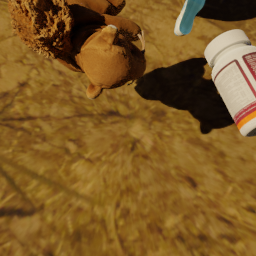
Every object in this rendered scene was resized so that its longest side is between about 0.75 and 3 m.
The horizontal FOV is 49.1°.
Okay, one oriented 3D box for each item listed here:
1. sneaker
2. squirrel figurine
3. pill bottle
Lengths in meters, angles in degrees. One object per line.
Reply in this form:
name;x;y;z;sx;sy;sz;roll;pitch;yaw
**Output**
sneaker;1.507;-2.888;7.028;0.463;0.489;1.211;27;89;-15
squirrel figurine;-0.897;-1.545;5.057;2.565;1.815;2.394;11;32;-29
pill bottle;2.230;-0.861;5.286;1.027;1.027;1.875;-16;68;-9
